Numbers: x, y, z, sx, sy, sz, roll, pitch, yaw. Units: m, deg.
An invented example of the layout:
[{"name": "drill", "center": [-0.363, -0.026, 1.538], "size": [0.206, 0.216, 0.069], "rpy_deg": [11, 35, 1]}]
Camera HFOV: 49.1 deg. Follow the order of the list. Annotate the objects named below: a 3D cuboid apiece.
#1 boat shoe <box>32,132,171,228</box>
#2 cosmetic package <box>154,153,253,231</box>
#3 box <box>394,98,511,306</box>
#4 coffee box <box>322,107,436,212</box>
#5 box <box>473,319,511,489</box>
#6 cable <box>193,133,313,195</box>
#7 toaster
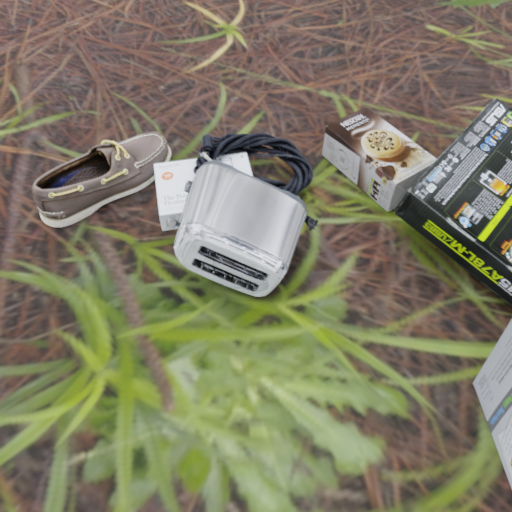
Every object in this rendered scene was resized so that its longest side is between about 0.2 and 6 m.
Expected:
[{"name": "boat shoe", "center": [-2.530, -1.455, 9.422], "size": [2.579, 0.767, 0.926], "rpy_deg": [-35, 60, -25]}, {"name": "cosmetic package", "center": [-0.841, -1.098, 9.373], "size": [1.628, 0.421, 1.227], "rpy_deg": [-9, 51, -7]}, {"name": "box", "center": [4.055, -0.760, 8.566], "size": [2.856, 0.703, 2.958], "rpy_deg": [41, 61, 9]}, {"name": "coffee box", "center": [2.079, -1.699, 9.657], "size": [0.995, 0.703, 1.761], "rpy_deg": [-29, 57, -22]}, {"name": "box", "center": [3.141, 2.005, 6.046], "size": [0.467, 1.769, 2.269], "rpy_deg": [-7, 52, -2]}, {"name": "cable", "center": [-0.005, -1.488, 9.316], "size": [1.992, 0.506, 1.625], "rpy_deg": [12, 41, -5]}, {"name": "toaster", "center": [-0.195, -0.326, 8.152], "size": [2.103, 1.195, 1.358], "rpy_deg": [24, 57, -9]}]
